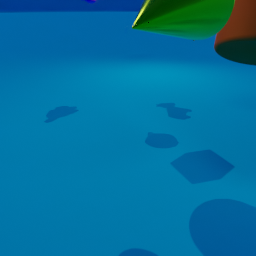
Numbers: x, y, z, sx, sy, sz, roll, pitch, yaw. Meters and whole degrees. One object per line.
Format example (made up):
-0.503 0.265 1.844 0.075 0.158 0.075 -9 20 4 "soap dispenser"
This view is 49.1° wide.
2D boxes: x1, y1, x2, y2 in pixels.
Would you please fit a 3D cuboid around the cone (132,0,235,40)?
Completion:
0.431 -1.386 3.294 1.175 1.175 1.180 21 48 38 "cone"

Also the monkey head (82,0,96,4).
-1.405 -4.550 8.923 1.047 0.877 1.455 35 31 11 "monkey head"

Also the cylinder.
2.173 -1.814 4.384 1.365 1.365 1.365 12 1 0 "cylinder"
